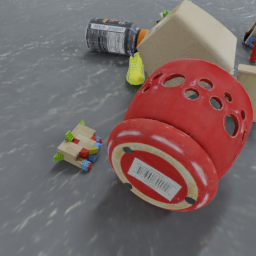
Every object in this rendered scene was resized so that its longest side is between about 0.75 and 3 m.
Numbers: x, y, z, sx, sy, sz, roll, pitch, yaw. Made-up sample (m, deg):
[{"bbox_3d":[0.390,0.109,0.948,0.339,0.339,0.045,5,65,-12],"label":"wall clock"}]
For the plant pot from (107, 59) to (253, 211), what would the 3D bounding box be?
[{"bbox_3d":[0.899,0.174,5.109,2.250,2.250,2.049,20,47,22],"label":"plant pot"}]

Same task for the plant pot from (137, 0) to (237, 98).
[{"bbox_3d":[1.453,-2.118,7.463,1.798,2.031,2.028,46,41,-16],"label":"plant pot"}]

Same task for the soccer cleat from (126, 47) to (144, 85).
[{"bbox_3d":[0.253,-1.966,8.828,0.565,0.730,1.746,2,40,3],"label":"soccer cleat"}]

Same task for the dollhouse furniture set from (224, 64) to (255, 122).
[{"bbox_3d":[3.374,-1.355,7.613,1.912,1.354,2.081,15,42,17],"label":"dollhouse furniture set"}]

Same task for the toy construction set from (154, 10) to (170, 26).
[{"bbox_3d":[1.764,-3.406,9.507,1.806,1.664,2.165,3,50,22],"label":"toy construction set"}]

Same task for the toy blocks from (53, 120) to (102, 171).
[{"bbox_3d":[-0.968,0.416,6.210,0.809,0.591,1.183,24,45,10],"label":"toy blocks"}]

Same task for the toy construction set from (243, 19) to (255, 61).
[{"bbox_3d":[5.368,-3.810,9.885,2.407,2.217,2.886,28,48,29],"label":"toy construction set"}]

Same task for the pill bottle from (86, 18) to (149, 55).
[{"bbox_3d":[-0.332,-3.237,10.038,2.149,1.141,1.141,13,42,14],"label":"pill bottle"}]
